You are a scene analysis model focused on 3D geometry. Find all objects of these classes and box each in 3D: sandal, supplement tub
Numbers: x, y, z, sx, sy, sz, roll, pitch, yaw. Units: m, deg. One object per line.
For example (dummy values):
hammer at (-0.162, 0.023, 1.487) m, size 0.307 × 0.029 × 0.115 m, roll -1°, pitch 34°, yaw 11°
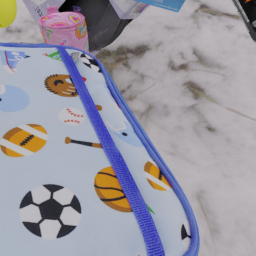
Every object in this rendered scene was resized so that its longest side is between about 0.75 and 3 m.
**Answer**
sandal at (-2.831, -1.768, 4.087) m, size 2.444 × 0.971 × 1.064 m, roll -2°, pitch 19°, yaw 32°
supplement tub at (2.374, -2.242, 4.565) m, size 1.221 × 1.221 × 1.994 m, roll -42°, pitch 104°, yaw -25°

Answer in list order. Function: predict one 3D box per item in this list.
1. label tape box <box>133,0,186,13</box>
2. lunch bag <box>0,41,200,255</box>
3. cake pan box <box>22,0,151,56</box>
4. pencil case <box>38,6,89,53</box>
label tape box at (0.521, -2.247, 3.664) m, size 0.940 × 1.303 × 0.413 m, roll 8°, pitch 63°, yaw -17°
lunch bag at (-0.769, 0.181, 2.161) m, size 2.060 × 0.972 × 2.571 m, roll -4°, pitch 46°, yaw -28°
cake pan box at (-1.027, -2.961, 5.724) m, size 0.741 × 2.607 × 2.831 m, roll -31°, pitch 91°, yaw -52°
pencil case at (-1.174, -1.275, 5.447) m, size 0.852 × 1.948 × 0.852 m, roll 0°, pitch 43°, yaw 0°
